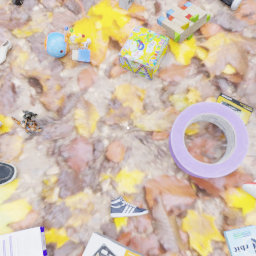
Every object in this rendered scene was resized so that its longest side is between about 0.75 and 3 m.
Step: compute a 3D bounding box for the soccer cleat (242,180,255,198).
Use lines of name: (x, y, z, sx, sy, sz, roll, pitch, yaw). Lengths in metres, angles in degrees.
soccer cleat: (5.332, 2.696, 9.924, 2.659, 0.912, 1.133, 21, 68, 2)

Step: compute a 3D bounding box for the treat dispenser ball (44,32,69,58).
treat dispenser ball: (-3.050, -3.562, 12.024, 1.046, 1.046, 1.046, 0, 71, 0)

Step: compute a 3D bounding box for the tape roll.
tape roll: (2.893, 0.477, 10.335, 2.709, 1.151, 2.709, -1, 79, 4)

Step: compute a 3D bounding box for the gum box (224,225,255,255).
gum box: (4.062, 4.145, 9.722, 1.095, 0.287, 1.289, -12, 71, -4)

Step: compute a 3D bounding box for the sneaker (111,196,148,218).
sneaker: (0.027, 2.812, 10.087, 1.355, 0.475, 0.735, -5, 73, 1)

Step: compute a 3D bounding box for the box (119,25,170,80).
box: (0.672, -3.200, 11.889, 1.590, 1.007, 1.650, 25, 73, 9)

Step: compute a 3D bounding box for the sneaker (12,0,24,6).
sneaker: (-5.389, -6.379, 13.303, 0.852, 0.558, 1.476, 7, 61, 8)

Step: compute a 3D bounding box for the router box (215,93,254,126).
router box: (4.143, -0.595, 11.313, 1.462, 0.382, 1.149, 27, 73, 9)

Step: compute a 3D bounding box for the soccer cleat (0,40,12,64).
soccer cleat: (-5.464, -3.345, 12.244, 0.395, 0.442, 1.141, 19, 72, 6)

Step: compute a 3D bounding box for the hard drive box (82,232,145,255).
hard drive box: (-0.705, 5.192, 8.916, 2.271, 1.119, 2.914, 22, 73, 8)

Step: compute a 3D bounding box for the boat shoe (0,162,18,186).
boat shoe: (-5.417, 1.606, 10.346, 2.547, 0.793, 0.950, 6, 69, 1)

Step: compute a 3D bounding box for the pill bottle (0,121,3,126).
pill bottle: (-5.733, 0.218, 10.723, 0.973, 0.973, 1.753, 38, 75, 12)

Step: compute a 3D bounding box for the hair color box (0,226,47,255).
hair color box: (-3.797, 4.089, 9.585, 1.850, 0.600, 1.011, -11, 72, -6)

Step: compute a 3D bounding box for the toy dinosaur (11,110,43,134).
toy dinosaur: (-4.010, -0.245, 11.116, 1.292, 0.660, 0.877, 17, 87, -16)

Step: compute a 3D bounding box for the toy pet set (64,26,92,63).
toy pet set: (-1.968, -3.481, 11.829, 0.748, 1.409, 1.315, 6, 97, 24)

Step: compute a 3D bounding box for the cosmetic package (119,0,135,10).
cosmetic package: (0.299, -6.620, 13.176, 0.524, 0.854, 2.068, 30, 74, 7)

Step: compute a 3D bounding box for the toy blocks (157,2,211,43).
toy blocks: (2.367, -4.840, 12.549, 2.254, 1.127, 1.541, -40, 64, -13)

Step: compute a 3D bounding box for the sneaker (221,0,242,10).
sneaker: (5.035, -6.670, 13.179, 1.257, 0.834, 2.209, 31, 76, 8)
